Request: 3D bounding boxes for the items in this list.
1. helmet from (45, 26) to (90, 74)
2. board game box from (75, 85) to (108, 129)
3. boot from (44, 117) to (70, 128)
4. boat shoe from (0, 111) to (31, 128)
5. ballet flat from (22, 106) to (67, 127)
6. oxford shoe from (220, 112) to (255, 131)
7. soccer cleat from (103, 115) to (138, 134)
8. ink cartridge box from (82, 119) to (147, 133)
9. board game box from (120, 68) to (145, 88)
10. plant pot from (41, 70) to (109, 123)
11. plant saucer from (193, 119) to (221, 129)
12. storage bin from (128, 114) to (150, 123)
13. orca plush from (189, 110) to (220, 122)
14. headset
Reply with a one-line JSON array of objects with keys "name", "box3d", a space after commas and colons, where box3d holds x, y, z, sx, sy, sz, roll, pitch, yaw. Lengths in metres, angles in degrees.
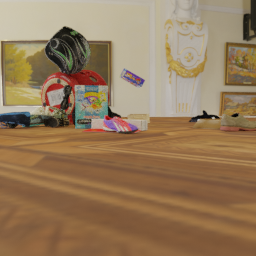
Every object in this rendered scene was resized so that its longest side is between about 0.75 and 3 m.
[{"name": "helmet", "box3d": [-2.638, -3.467, 12.869, 1.833, 1.922, 1.922, 44, -4, -9]}, {"name": "board game box", "box3d": [-1.359, -0.778, 10.433, 1.198, 1.588, 0.373, -1, 3, -12]}, {"name": "boot", "box3d": [-2.816, -0.236, 11.465, 0.896, 0.435, 1.190, -2, -2, -39]}, {"name": "boat shoe", "box3d": [-4.348, -0.258, 10.338, 1.790, 0.614, 0.753, 1, 11, 35]}, {"name": "ballet flat", "box3d": [-3.682, -0.529, 12.353, 0.977, 0.977, 2.631, 1, 3, 24]}, {"name": "oxford shoe", "box3d": [3.685, -0.209, 9.025, 1.589, 0.594, 0.560, -1, 3, -26]}, {"name": "soccer cleat", "box3d": [-0.237, -0.104, 7.928, 1.185, 0.434, 0.404, 7, 15, 37]}, {"name": "ink cartridge box", "box3d": [-0.366, -0.085, 8.785, 1.687, 0.377, 1.487, 1, 3, 16]}, {"name": "board game box", "box3d": [0.154, -2.087, 11.828, 0.976, 0.325, 1.451, 29, 5, -6]}, {"name": "plant pot", "box3d": [-2.827, -1.564, 14.710, 2.913, 2.913, 2.652, 2, 13, 27]}, {"name": "plant saucer", "box3d": [3.477, -0.169, 10.682, 1.974, 0.349, 1.974, 0, 3, 0]}, {"name": "storage bin", "box3d": [0.646, -0.560, 16.431, 1.148, 0.542, 1.156, 0, 3, 12]}, {"name": "orca plush", "box3d": [4.677, -0.716, 17.131, 1.124, 0.760, 2.137, -1, 3, -26]}, {"name": "headset", "box3d": [-1.526, -0.732, 11.386, 1.840, 1.400, 2.980, 1, -8, 36]}]
